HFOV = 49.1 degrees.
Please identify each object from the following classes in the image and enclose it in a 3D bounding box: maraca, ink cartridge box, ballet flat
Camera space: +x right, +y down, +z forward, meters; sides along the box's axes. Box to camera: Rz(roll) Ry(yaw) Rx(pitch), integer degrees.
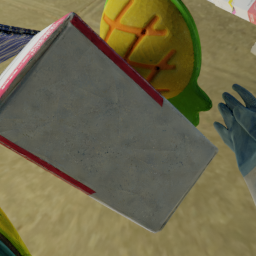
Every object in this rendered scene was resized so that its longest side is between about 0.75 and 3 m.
[{"bbox_3d":[0.459,-1.128,4.764,1.815,2.647,1.416,-2,31,48],"label":"maraca"},{"bbox_3d":[2.342,-2.844,5.732,1.507,0.509,0.878,40,104,27],"label":"ink cartridge box"},{"bbox_3d":[-0.593,-0.202,3.683,1.180,2.025,2.797,-53,27,-3],"label":"ink cartridge box"},{"bbox_3d":[-1.471,0.458,2.048,0.715,0.717,2.139,-36,105,-16],"label":"ballet flat"}]

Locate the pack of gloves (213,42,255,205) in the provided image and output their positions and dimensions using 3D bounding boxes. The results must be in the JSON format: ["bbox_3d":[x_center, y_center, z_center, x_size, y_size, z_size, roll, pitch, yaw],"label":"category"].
[{"bbox_3d":[2.113,-0.166,3.461,0.506,2.155,2.566,14,36,-18],"label":"pack of gloves"}]

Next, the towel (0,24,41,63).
[{"bbox_3d":[-2.930,-1.494,5.273,1.870,0.308,2.582,-14,5,27],"label":"towel"}]
